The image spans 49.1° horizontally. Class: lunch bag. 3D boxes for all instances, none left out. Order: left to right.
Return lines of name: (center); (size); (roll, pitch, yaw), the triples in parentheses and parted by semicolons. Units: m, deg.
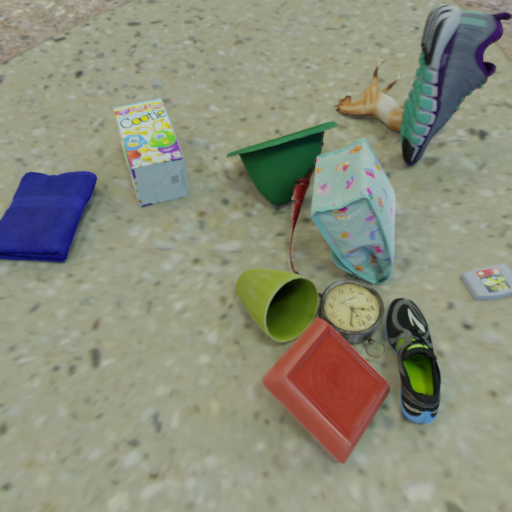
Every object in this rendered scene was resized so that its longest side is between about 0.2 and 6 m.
lunch bag: (2.041, -0.782, 10.937); (1.376, 2.257, 1.922); (-17, 41, 26)

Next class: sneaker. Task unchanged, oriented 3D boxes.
sneaker: (2.755, 1.655, 9.553); (0.812, 0.949, 2.291); (2, 50, -1)
sneaker: (4.179, -3.435, 12.034); (1.610, 3.678, 1.368); (2, 51, 1)

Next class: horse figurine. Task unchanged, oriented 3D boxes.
horse figurine: (3.494, -3.841, 14.147); (2.599, 0.649, 1.722); (37, 86, 16)

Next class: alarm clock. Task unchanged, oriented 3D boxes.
alarm clock: (1.804, 1.163, 10.211); (1.154, 0.570, 1.711); (-20, 53, -14)

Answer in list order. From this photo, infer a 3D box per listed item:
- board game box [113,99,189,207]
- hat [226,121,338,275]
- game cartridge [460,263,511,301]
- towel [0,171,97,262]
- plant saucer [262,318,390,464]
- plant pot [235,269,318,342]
board game box: (-2.410, -2.388, 12.780); (1.165, 1.186, 2.261); (-15, 51, -12)
hat: (0.785, -1.327, 12.402); (2.966, 2.611, 2.457); (-25, 14, -36)
game cartridge: (4.638, 0.528, 11.002); (1.030, 0.211, 0.686); (-12, 55, -10)
towel: (-4.489, -0.848, 11.955); (1.749, 0.587, 2.369); (0, 50, 9)
plant saucer: (1.246, 2.051, 9.028); (1.781, 0.327, 1.778); (45, 50, 4)
plant pot: (0.234, 0.743, 10.246); (1.235, 1.235, 1.320); (-33, 36, -25)
